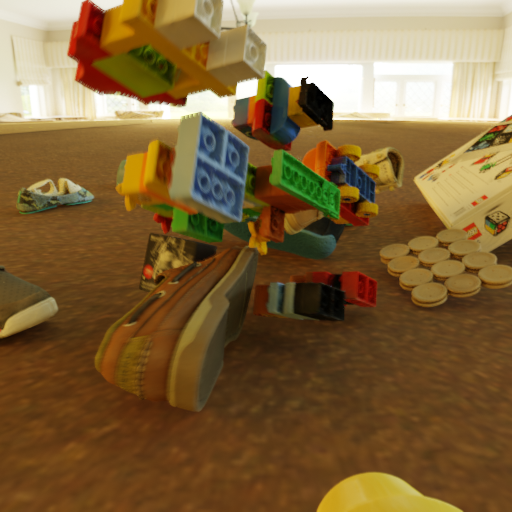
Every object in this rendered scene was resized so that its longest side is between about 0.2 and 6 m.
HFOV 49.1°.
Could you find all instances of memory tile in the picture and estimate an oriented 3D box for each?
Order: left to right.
[{"bbox_3d":[2.880,0.146,8.733,1.525,0.167,1.989,-16,25,0],"label":"memory tile"}]

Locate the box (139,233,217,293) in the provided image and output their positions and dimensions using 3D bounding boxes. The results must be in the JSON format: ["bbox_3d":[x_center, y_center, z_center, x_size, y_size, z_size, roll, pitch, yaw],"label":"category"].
[{"bbox_3d":[-1.055,0.162,7.509,0.879,0.801,0.458,12,1,35],"label":"box"}]

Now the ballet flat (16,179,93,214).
[{"bbox_3d":[-5.060,-1.601,14.268,0.807,0.807,2.175,11,20,31],"label":"ballet flat"}]

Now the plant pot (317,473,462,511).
[{"bbox_3d":[0.745,1.765,3.053,1.169,1.169,1.099,0,3,0],"label":"plant pot"}]

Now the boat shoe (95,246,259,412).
[{"bbox_3d":[-0.725,0.518,6.464,1.105,1.169,3.250,11,16,8],"label":"boat shoe"}]

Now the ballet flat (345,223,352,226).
[{"bbox_3d":[1.093,-1.050,12.357,2.581,0.825,0.976,-6,21,-17],"label":"ballet flat"}]

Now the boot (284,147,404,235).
[{"bbox_3d":[1.391,-1.100,8.999,1.683,0.784,2.176,-12,18,34],"label":"boot"}]

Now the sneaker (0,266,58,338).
[{"bbox_3d":[-4.055,0.244,7.408,3.195,1.308,1.231,8,19,24],"label":"sneaker"}]

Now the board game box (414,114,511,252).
[{"bbox_3d":[5.237,-1.802,11.856,3.225,0.884,5.108,-34,10,17],"label":"board game box"}]

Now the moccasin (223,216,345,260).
[{"bbox_3d":[0.315,-0.795,10.819,3.104,1.249,1.058,24,60,28],"label":"moccasin"}]

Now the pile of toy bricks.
[{"bbox_3d":[-0.374,-0.709,6.795,2.431,2.732,4.924,-2,-14,32],"label":"pile of toy bricks"}]

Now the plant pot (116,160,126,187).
[{"bbox_3d":[-3.756,-2.534,17.100,0.805,0.820,0.803,4,17,13],"label":"plant pot"}]
